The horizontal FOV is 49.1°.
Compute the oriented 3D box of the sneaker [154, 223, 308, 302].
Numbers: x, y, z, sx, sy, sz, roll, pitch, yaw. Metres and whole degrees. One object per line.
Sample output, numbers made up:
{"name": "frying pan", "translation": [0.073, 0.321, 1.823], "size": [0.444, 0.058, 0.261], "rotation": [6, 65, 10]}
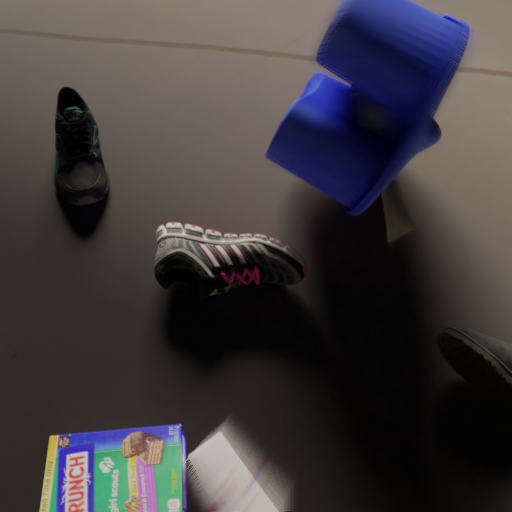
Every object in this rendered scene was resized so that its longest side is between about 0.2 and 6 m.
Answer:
{"name": "sneaker", "translation": [-0.528, 0.277, 9.643], "size": [2.762, 1.019, 1.208], "rotation": [11, 60, 6]}

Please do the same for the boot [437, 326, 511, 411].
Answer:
{"name": "boot", "translation": [4.490, 1.186, 8.901], "size": [2.423, 0.967, 2.665], "rotation": [39, 67, 11]}

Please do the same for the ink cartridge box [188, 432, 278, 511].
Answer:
{"name": "ink cartridge box", "translation": [-0.174, 3.174, 7.203], "size": [0.545, 0.941, 1.616], "rotation": [-33, 64, -18]}

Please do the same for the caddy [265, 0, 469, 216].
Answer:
{"name": "caddy", "translation": [2.112, -2.757, 9.933], "size": [2.577, 3.471, 4.910], "rotation": [27, 28, -2]}

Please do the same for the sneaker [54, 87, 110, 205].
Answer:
{"name": "sneaker", "translation": [-3.760, -2.282, 11.564], "size": [1.109, 1.166, 2.941], "rotation": [-13, 54, -12]}

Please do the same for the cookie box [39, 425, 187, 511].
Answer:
{"name": "cookie box", "translation": [-1.864, 3.166, 7.480], "size": [1.821, 0.684, 1.558], "rotation": [-5, 53, -3]}

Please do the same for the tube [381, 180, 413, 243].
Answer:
{"name": "tube", "translation": [2.569, -0.843, 10.392], "size": [0.357, 0.399, 1.374], "rotation": [5, 46, -4]}
